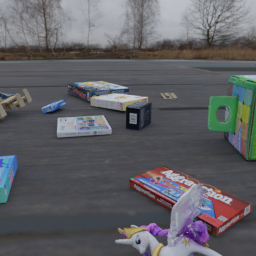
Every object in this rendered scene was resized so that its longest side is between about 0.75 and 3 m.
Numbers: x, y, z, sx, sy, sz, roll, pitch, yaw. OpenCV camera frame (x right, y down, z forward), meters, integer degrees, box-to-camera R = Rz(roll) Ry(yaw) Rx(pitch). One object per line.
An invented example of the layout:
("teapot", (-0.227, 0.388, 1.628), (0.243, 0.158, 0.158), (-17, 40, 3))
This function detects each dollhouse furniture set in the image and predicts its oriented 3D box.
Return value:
("dollhouse furniture set", (-4.411, -0.986, 9.838), (1.282, 0.908, 1.396), (-12, 24, 19))

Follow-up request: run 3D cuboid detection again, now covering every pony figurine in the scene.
("pony figurine", (0.594, 1.315, 3.105), (1.144, 0.987, 1.185), (-22, 41, -31))

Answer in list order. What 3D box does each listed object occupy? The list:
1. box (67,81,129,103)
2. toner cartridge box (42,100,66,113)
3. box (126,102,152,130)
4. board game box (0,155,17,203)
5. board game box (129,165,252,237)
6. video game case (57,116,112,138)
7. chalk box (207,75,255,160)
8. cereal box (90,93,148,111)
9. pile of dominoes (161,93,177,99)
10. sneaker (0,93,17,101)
("box", (-1.549, -1.845, 13.885), (2.000, 0.552, 2.928), (-10, 19, -30))
("toner cartridge box", (-2.859, -0.847, 10.888), (0.469, 0.213, 0.987), (-10, 16, 23))
("box", (0.347, -0.405, 8.854), (0.505, 0.701, 0.944), (9, 18, 26))
("board game box", (-2.670, 0.930, 5.084), (1.065, 0.315, 1.401), (-4, 17, -12))
("board game box", (0.974, 1.115, 4.733), (0.949, 0.179, 1.844), (-12, 21, -38))
("video game case", (-1.392, -0.076, 8.658), (1.530, 0.199, 1.681), (-3, 16, -12))
("chalk box", (3.410, -0.321, 6.757), (2.854, 1.775, 1.767), (-1, 16, 1))
("cereal box", (-0.373, -1.099, 11.545), (2.013, 0.398, 1.448), (11, 20, 42))
("pile of dominoes", (2.009, -1.524, 13.724), (0.693, 0.142, 0.890), (-2, 25, -7))
("sneaker", (-5.343, -1.311, 12.498), (1.208, 0.466, 0.515), (7, 7, -1))
